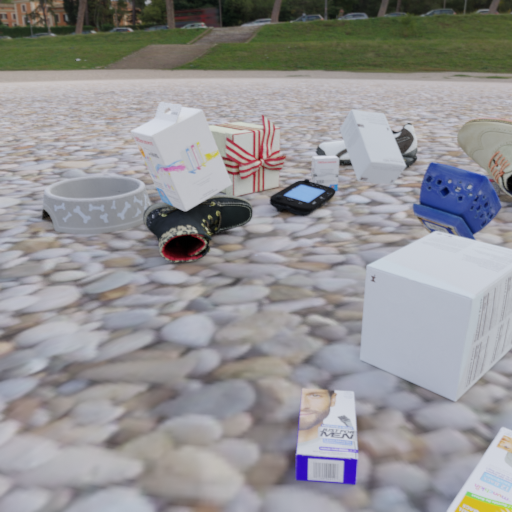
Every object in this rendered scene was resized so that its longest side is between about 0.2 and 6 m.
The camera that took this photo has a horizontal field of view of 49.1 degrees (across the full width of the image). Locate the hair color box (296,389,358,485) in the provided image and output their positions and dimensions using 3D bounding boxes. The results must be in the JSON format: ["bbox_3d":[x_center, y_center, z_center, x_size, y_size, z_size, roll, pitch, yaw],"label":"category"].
[{"bbox_3d":[0.603,1.509,4.783,0.491,0.291,0.898,2,20,6],"label":"hair color box"}]

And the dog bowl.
[{"bbox_3d":[-3.076,-1.049,10.819,2.131,0.625,2.131,1,21,0],"label":"dog bowl"}]

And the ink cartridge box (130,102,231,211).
[{"bbox_3d":[-1.235,-1.650,8.938,0.943,1.506,0.968,-34,30,-20],"label":"ink cartridge box"}]

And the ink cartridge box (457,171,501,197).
[{"bbox_3d":[4.959,-1.614,12.567,0.649,0.366,0.884,-2,22,-10],"label":"ink cartridge box"}]

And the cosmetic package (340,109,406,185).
[{"bbox_3d":[1.534,-1.444,7.440,0.557,0.401,0.988,0,54,-22],"label":"cosmetic package"}]

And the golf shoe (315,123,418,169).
[{"bbox_3d":[2.975,-3.096,15.126,2.743,1.296,1.066,6,23,19],"label":"golf shoe"}]

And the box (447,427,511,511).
[{"bbox_3d":[1.736,1.760,3.756,0.620,0.559,1.102,16,27,38],"label":"box"}]

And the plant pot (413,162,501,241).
[{"bbox_3d":[2.781,-0.688,7.900,0.896,0.806,0.896,27,-5,42],"label":"plant pot"}]

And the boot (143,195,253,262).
[{"bbox_3d":[-0.824,-0.435,9.272,1.916,0.692,1.447,-6,27,-16],"label":"boot"}]

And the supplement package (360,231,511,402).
[{"bbox_3d":[2.029,0.555,6.021,1.146,1.137,1.509,19,29,40],"label":"supplement package"}]

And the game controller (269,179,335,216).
[{"bbox_3d":[0.994,-1.232,11.613,0.925,0.373,1.773,10,24,25],"label":"game controller"}]

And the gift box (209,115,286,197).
[{"bbox_3d":[-0.394,-2.315,12.632,1.584,1.717,1.603,-23,32,-36],"label":"gift box"}]

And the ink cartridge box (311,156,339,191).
[{"bbox_3d":[1.548,-1.852,12.632,0.563,0.771,0.325,-3,22,-7],"label":"ink cartridge box"}]

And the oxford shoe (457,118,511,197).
[{"bbox_3d":[5.360,-1.960,11.638,1.243,1.192,3.367,-16,40,-28],"label":"oxford shoe"}]
